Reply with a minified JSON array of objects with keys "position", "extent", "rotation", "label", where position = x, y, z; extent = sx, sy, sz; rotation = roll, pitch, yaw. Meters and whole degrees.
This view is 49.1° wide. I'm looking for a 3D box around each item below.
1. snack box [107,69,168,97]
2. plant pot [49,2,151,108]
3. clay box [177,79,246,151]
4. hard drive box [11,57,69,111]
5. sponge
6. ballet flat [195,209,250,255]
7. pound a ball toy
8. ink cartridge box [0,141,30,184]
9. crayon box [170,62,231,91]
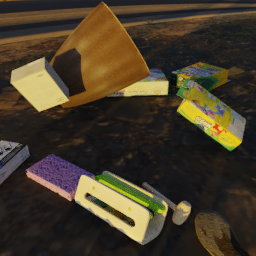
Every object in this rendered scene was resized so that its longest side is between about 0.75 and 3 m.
[{"position":[0.300,-1.865,11.293],"extent":[2.361,0.625,1.679],"rotation":[-2,31,-4],"label":"snack box"},{"position":[-1.239,-2.044,9.332],"extent":[2.972,2.778,2.778],"rotation":[-35,33,5],"label":"plant pot"},{"position":[2.187,-0.422,7.600],"extent":[2.043,0.486,1.174],"rotation":[37,41,2],"label":"clay box"},{"position":[-2.377,-1.154,7.716],"extent":[1.012,1.299,0.499],"rotation":[-19,53,8],"label":"hard drive box"},{"position":[-1.592,1.112,6.581],"extent":[1.460,0.218,0.815],"rotation":[19,35,30],"label":"sponge"},{"position":[1.737,2.110,4.738],"extent":[0.627,0.431,1.860],"rotation":[-33,30,-4],"label":"ballet flat"},{"position":[0.077,1.550,5.466],"extent":[1.916,0.814,1.249],"rotation":[21,11,32],"label":"pound a ball toy"},{"position":[-3.208,0.935,6.721],"extent":[0.802,0.377,1.705],"rotation":[8,31,15],"label":"ink cartridge box"},{"position":[3.131,-2.182,11.859],"extent":[2.386,0.615,1.500],"rotation":[-24,38,-36],"label":"crayon box"}]
